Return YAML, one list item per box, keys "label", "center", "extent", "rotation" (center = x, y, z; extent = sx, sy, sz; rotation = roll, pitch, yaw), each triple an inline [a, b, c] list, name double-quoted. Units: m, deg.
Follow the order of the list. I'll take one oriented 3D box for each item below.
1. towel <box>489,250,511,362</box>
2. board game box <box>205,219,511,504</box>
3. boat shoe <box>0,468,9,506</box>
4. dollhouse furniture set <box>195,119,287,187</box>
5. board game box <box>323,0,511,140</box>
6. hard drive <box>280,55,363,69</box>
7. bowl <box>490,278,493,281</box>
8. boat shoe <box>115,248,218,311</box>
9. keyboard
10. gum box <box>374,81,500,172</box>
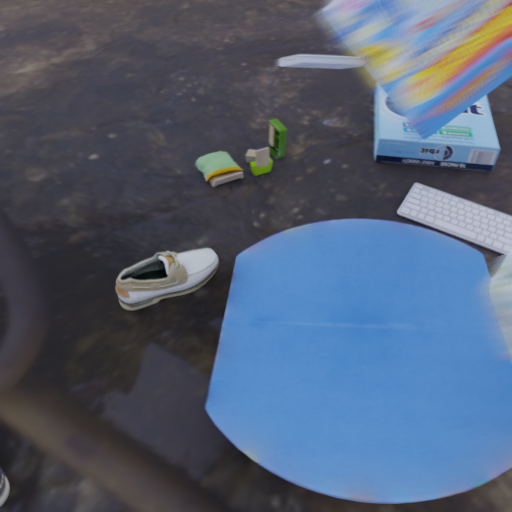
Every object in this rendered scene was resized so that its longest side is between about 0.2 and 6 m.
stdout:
- label: "towel"
  center: [2.774, 0.640, 5.509]
  extent: [0.392, 1.392, 1.627]
  rotation: [-19, 9, 40]
- label: "board game box"
  center: [1.407, 1.267, 7.690]
  extent: [3.715, 0.916, 4.702]
  rotation: [1, 41, 7]
- label: "boat shoe"
  center: [-3.803, 2.287, 6.818]
  extent: [2.043, 0.641, 0.742]
  rotation: [29, 53, 25]
- label: "dollhouse furniture set"
  center: [-0.269, -2.044, 10.927]
  extent: [1.787, 0.690, 0.893]
  rotation: [-19, 49, -18]
- label: "board game box"
  center: [2.614, -3.365, 7.721]
  extent: [2.548, 0.712, 2.495]
  rotation: [-38, 59, 18]
- label: "hard drive"
  center: [1.131, -3.373, 9.747]
  extent: [1.223, 0.161, 0.806]
  rotation: [-6, 16, -21]
- label: "bowl"
  center: [4.002, 1.319, 7.680]
  extent: [2.000, 0.746, 1.997]
  rotation: [9, 47, 8]
- label: "boat shoe"
  center: [-1.355, 0.263, 8.787]
  extent: [1.728, 0.591, 0.646]
  rotation: [-26, 52, -23]
- label: "keyboard"
  center: [4.126, -0.448, 9.765]
  extent: [3.213, 0.171, 0.904]
  rotation: [24, 51, 22]
- label: "gum box"
  center: [3.696, -2.931, 11.823]
  extent: [2.308, 0.605, 2.717]
  rotation: [6, 47, 6]
